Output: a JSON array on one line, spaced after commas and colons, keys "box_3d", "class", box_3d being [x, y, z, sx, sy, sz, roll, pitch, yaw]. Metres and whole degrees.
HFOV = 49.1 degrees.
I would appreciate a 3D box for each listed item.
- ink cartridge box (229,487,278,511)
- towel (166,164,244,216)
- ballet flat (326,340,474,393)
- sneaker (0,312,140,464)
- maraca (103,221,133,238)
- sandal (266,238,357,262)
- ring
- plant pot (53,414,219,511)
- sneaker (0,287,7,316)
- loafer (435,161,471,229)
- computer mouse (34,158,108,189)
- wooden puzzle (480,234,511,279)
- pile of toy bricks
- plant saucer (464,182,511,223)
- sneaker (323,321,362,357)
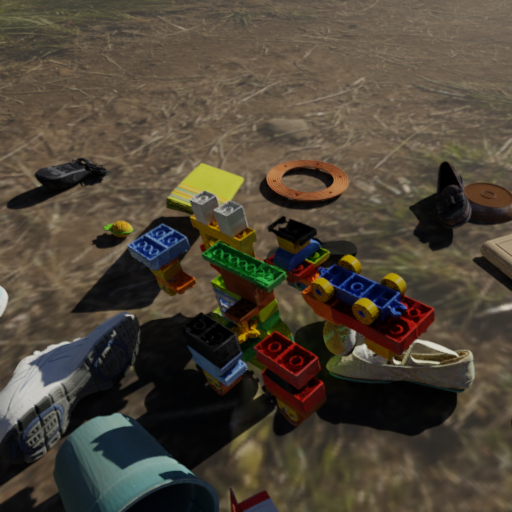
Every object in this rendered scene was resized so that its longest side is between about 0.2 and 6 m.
[{"box_3d": [0.116, 3.340, 6.661, 0.408, 0.704, 1.212, -18, 40, -22], "class": "ink cartridge box"}, {"box_3d": [-1.030, -1.377, 11.971, 1.117, 0.234, 2.595, 21, 27, 1], "class": "towel"}, {"box_3d": [2.264, 1.628, 8.852, 2.271, 0.708, 0.766, 5, 14, 6], "class": "ballet flat"}, {"box_3d": [-2.959, 1.731, 8.573, 1.257, 1.076, 2.887, 18, 40, 30], "class": "sneaker"}, {"box_3d": [-3.002, -0.588, 12.185, 0.641, 0.343, 0.439, 10, 24, 11], "class": "maraca"}, {"box_3d": [1.143, -0.164, 11.538, 1.953, 0.440, 0.733, -8, 38, -11], "class": "sandal"}, {"box_3d": [1.279, -1.864, 14.019, 2.039, 0.196, 2.039, -1, 37, 1], "class": "ring"}, {"box_3d": [-1.576, 2.855, 6.709, 1.649, 1.649, 1.615, -25, 36, -29], "class": "plant pot"}, {"box_3d": [-5.102, 1.013, 9.680, 0.719, 0.797, 1.944, 12, 39, 14], "class": "sneaker"}, {"box_3d": [4.409, -1.429, 12.844, 0.777, 0.681, 2.162, -19, 29, 27], "class": "loafer"}, {"box_3d": [-4.694, -1.983, 14.028, 1.184, 0.451, 1.709, 28, 34, 32], "class": "computer mouse"}, {"box_3d": [5.922, 0.104, 11.303, 2.032, 0.378, 1.880, -19, 41, -16], "class": "wooden puzzle"}, {"box_3d": [0.060, 1.031, 8.408, 2.662, 2.369, 4.798, -35, 40, -26], "class": "pile of toy bricks"}, {"box_3d": [5.452, -1.336, 13.231, 1.621, 0.296, 1.621, 0, 36, 0], "class": "plant saucer"}, {"box_3d": [1.616, 1.127, 9.380, 0.816, 0.704, 1.860, 43, 25, -15], "class": "sneaker"}]
